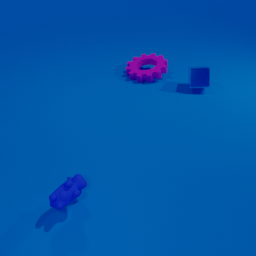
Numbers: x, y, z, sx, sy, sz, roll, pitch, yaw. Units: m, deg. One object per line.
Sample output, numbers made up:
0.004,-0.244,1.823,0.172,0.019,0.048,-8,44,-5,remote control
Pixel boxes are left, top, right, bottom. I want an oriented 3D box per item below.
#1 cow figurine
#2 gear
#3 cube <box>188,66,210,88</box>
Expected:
-1.290,1.362,5.991,0.913,0.899,0.501,-38,90,-22,cow figurine
0.783,-2.540,11.736,1.714,0.317,1.714,-7,43,7,gear
2.688,-1.937,10.652,0.725,0.725,0.725,-2,17,8,cube
